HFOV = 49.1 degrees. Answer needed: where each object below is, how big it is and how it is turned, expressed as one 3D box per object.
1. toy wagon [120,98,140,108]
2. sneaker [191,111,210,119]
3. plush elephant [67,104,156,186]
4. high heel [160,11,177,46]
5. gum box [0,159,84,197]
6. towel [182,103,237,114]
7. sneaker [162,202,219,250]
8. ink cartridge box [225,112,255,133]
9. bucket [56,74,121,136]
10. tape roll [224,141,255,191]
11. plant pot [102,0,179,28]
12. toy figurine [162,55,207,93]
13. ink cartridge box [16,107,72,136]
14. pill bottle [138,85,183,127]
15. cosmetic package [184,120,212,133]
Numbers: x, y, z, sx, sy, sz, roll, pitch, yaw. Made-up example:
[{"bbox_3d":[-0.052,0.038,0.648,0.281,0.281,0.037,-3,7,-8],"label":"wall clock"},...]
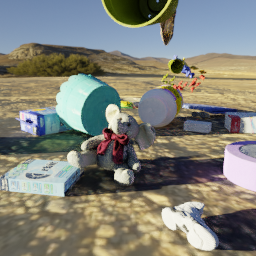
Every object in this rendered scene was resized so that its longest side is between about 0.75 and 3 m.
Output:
[{"bbox_3d":[-0.087,-1.478,16.242,1.966,0.501,2.534,1,14,4],"label":"toy wagon"},{"bbox_3d":[3.429,-0.637,13.080,0.399,0.341,0.916,-6,14,-43],"label":"sneaker"},{"bbox_3d":[-0.220,0.273,6.501,1.509,1.418,1.832,20,12,15],"label":"plush elephant"},{"bbox_3d":[1.751,-4.543,12.610,0.792,1.581,2.218,4,16,12],"label":"high heel"},{"bbox_3d":[-1.796,1.028,6.048,1.379,0.307,1.172,2,14,10],"label":"gum box"},{"bbox_3d":[3.730,-0.960,14.079,2.069,0.341,2.857,-1,10,-33],"label":"towel"},{"bbox_3d":[1.049,1.414,4.234,0.602,0.393,1.047,-12,14,-31],"label":"sneaker"},{"bbox_3d":[4.520,-0.204,10.596,1.461,0.605,1.065,2,13,8],"label":"ink cartridge box"},{"bbox_3d":[-1.350,-0.782,10.047,1.399,2.150,2.150,24,26,39],"label":"bucket"},{"bbox_3d":[3.156,0.820,6.264,1.899,0.623,1.899,-1,13,0],"label":"tape roll"},{"bbox_3d":[0.380,-2.480,5.170,1.333,1.333,1.284,6,14,23],"label":"plant pot"},{"bbox_3d":[1.606,-1.923,9.176,1.745,0.920,1.045,9,36,-40],"label":"toy figurine"},{"bbox_3d":[-3.107,-0.285,10.623,1.426,0.798,2.090,12,20,43],"label":"ink cartridge box"},{"bbox_3d":[1.346,-0.916,11.572,1.535,1.535,2.945,4,14,18],"label":"pill bottle"},{"bbox_3d":[2.629,-0.062,10.591,0.939,0.335,0.476,7,15,28],"label":"cosmetic package"}]
